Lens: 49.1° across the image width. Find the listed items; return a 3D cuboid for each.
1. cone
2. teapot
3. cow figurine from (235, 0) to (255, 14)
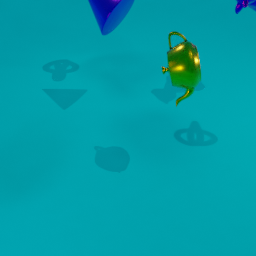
[{"bbox_3d":[-0.655,-3.013,6.488,1.189,1.184,1.184,41,50,-1],"label":"cone"},{"bbox_3d":[0.898,-0.993,4.754,0.635,1.296,0.806,-9,5,12],"label":"teapot"},{"bbox_3d":[3.081,-3.192,6.703,1.630,0.895,1.604,23,46,-21],"label":"cow figurine"}]
